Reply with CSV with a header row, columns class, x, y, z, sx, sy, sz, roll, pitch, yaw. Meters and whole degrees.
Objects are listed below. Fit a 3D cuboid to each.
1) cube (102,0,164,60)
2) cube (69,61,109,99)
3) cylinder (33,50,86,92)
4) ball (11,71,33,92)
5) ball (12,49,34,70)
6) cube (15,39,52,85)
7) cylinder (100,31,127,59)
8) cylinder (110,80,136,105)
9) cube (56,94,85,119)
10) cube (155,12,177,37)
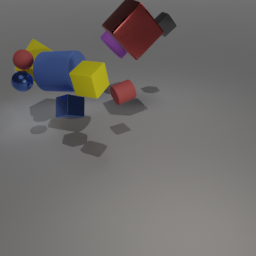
class,x,y,z,sx,sy,sz,roll,pitch,yaw
cube,0.150,-3.597,10.152,1.400,1.400,1.400,-45,36,8
cube,-1.010,-1.294,7.444,0.700,0.700,0.700,11,45,23
cylinder,-2.337,-1.985,9.849,1.400,1.400,1.400,4,28,20
ball,-3.516,-1.555,9.316,0.700,0.700,0.700,0,29,0
ball,-3.667,-2.391,9.803,0.700,0.700,0.700,0,29,0
cube,-3.558,-2.507,11.360,1.400,1.400,1.400,30,-4,-18
cylinder,-0.330,-4.231,13.065,1.400,1.400,1.400,-46,35,5
cylinder,-0.172,-1.263,9.871,0.700,0.700,0.700,-25,36,-17
cube,-1.935,-0.692,9.367,0.700,0.700,0.700,-6,-7,44
cube,1.560,-4.543,12.271,0.700,0.700,0.700,-42,32,6
